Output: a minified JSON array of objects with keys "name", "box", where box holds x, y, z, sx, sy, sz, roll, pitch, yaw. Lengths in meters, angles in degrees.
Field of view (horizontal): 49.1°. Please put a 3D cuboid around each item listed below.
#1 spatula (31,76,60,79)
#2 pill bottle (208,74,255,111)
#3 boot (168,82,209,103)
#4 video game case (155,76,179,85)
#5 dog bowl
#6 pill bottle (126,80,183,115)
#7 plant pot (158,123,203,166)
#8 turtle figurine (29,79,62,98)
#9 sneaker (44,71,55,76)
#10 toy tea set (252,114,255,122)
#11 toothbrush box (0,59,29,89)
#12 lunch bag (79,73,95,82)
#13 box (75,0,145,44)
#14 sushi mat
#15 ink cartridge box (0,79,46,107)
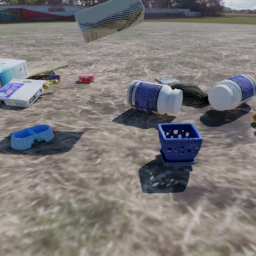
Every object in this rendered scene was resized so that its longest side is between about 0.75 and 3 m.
[{"name":"spatula","box":[-4.430,-2.702,15.062,1.484,0.152,0.419,-4,26,-8]},{"name":"pill bottle","box":[4.162,-1.407,11.170,2.038,1.179,1.179,-23,34,-39]},{"name":"boot","box":[2.523,-1.408,11.793,1.926,0.746,1.332,-13,33,-23]},{"name":"video game case","box":[2.059,-2.491,14.673,0.878,0.110,1.226,-9,27,-16]},{"name":"dog bowl","box":[-2.983,0.241,8.732,1.356,0.336,0.756,-22,34,-37]},{"name":"pill bottle","box":[1.015,-1.145,10.692,1.955,1.132,1.132,14,29,27]},{"name":"plant pot","box":[1.350,0.468,7.589,1.014,0.912,1.014,-1,26,-3]},{"name":"turtle figurine","box":[-4.059,-1.931,12.879,1.803,0.580,1.454,-38,33,-29]},{"name":"sneaker","box":[-4.321,-3.124,15.731,0.961,0.373,0.438,23,30,37]},{"name":"toy tea set","box":[4.636,-0.150,9.641,0.689,0.429,1.159,36,30,5]},{"name":"toothbrush box","box":[-6.312,-2.682,13.960,1.637,0.953,2.235,7,30,14]},{"name":"lunch bag","box":[-2.177,-2.616,14.714,0.827,0.339,0.728,-1,30,0]},{"name":"box","box":[-0.666,-4.121,10.507,2.468,0.844,1.014,-23,-8,-5]},{"name":"sushi mat","box":[-4.592,-3.302,15.613,2.636,0.160,1.261,-16,29,-4]},{"name":"ink cartridge box","box":[-4.637,-1.557,12.086,1.726,0.378,1.742,6,39,13]}]
